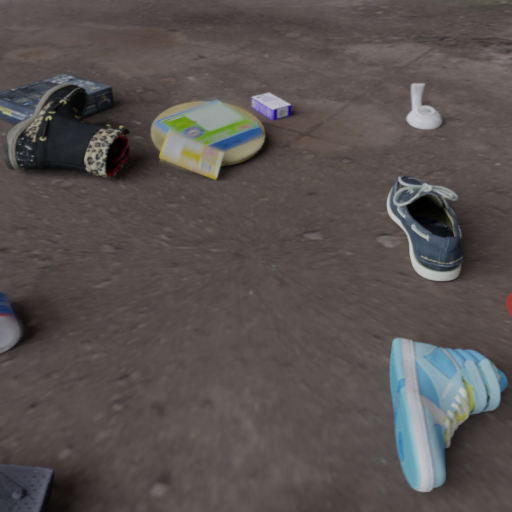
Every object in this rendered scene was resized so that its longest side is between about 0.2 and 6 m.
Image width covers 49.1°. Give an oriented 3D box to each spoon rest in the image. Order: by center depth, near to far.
[{"bbox_3d":[4.061,-3.572,13.718,0.819,0.499,1.648,1,49,4],"label":"spoon rest"}]

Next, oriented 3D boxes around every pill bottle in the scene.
[{"bbox_3d":[-3.585,0.770,7.451,0.607,0.607,1.082,-21,41,-26],"label":"pill bottle"}]

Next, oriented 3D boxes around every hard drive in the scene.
[{"bbox_3d":[-2.959,2.569,5.121,1.961,0.415,1.323,0,36,0],"label":"hard drive"}]

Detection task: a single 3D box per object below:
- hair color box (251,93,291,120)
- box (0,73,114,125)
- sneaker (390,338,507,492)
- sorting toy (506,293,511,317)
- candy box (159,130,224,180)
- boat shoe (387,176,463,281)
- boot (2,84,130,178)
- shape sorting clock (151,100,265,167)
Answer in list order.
[{"bbox_3d":[0.370,-3.724,13.953,0.543,0.322,0.994,-20,42,-25],"label":"hair color box"},{"bbox_3d":[-5.002,-3.822,13.846,1.823,0.590,2.311,22,41,29],"label":"box"},{"bbox_3d":[2.166,1.658,6.095,1.272,0.775,1.949,3,37,6],"label":"sneaker"},{"bbox_3d":[5.040,-0.218,8.260,1.306,1.297,3.765,29,45,34],"label":"sorting toy"},{"bbox_3d":[-1.253,-1.976,11.000,1.182,0.156,0.604,21,63,-13],"label":"candy box"},{"bbox_3d":[2.787,-0.713,9.304,1.028,0.849,2.746,3,36,4],"label":"boat shoe"},{"bbox_3d":[-3.617,-2.620,11.826,2.221,1.062,2.941,9,42,9],"label":"boot"},{"bbox_3d":[-1.039,-2.680,12.236,2.463,0.483,2.463,2,41,-1],"label":"shape sorting clock"}]
